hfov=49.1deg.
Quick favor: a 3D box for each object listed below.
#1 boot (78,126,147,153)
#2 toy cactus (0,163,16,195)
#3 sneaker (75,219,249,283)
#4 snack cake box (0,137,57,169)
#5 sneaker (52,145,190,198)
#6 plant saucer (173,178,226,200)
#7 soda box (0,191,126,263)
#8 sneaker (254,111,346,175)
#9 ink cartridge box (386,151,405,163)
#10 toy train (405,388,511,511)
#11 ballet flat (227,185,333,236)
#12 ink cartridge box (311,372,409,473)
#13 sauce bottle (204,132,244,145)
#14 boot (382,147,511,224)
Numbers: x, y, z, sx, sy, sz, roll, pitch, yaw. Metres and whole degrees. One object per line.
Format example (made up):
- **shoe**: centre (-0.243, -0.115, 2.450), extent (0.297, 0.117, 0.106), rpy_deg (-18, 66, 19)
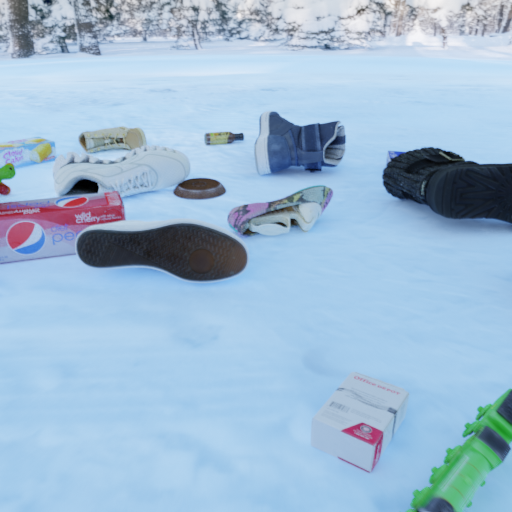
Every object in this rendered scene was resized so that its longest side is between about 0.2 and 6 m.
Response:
- **boot**: centre (-4.218, -3.379, 16.416), extent (1.520, 0.712, 1.956), rpy_deg (-18, 29, -34)
- **toy cactus**: centre (-6.434, -1.471, 12.170), extent (2.377, 1.215, 1.961), rpy_deg (6, 44, 7)
- **sneaker**: centre (-1.431, -0.212, 9.147), extent (2.718, 0.989, 1.151), rpy_deg (7, 12, 2)
- **snack cake box**: centre (-6.485, -2.808, 15.340), extent (0.972, 0.568, 1.690), rpy_deg (23, 32, 38)
- **sneaker**: centre (-2.975, -1.702, 12.532), extent (3.072, 1.154, 1.245), rpy_deg (-8, 37, -8)
- **plant saucer**: centre (-1.328, -1.602, 13.156), extent (1.252, 0.216, 1.252), rpy_deg (1, 24, 0)
- **soda box**: centre (-3.619, -0.514, 9.944), extent (2.537, 0.888, 0.804), rpy_deg (-8, 26, -17)
- **sneaker**: centre (1.223, -3.177, 15.100), extent (2.319, 1.220, 3.209), rpy_deg (-8, 33, 9)
- **ink cartridge box**: centre (3.818, -2.343, 14.548), extent (0.736, 0.346, 1.566), rpy_deg (5, 26, 7)
- **toy train**: centre (1.905, 1.858, 4.969), extent (0.430, 0.582, 2.062), rpy_deg (43, 45, 20)
- **ballet flat**: centre (0.581, -0.760, 10.838), extent (2.262, 0.782, 0.805), rpy_deg (-14, 46, -17)
- **ink cartridge box**: centre (1.081, 1.674, 5.773), extent (0.679, 0.390, 0.934), rpy_deg (16, 29, 31)
- **sauce bottle**: centre (-0.996, -3.680, 17.475), extent (1.233, 0.399, 0.399), rpy_deg (-8, 26, -18)
- **boot**: centre (4.582, -1.482, 11.624), extent (3.398, 1.279, 2.541), rpy_deg (6, 14, -10)
